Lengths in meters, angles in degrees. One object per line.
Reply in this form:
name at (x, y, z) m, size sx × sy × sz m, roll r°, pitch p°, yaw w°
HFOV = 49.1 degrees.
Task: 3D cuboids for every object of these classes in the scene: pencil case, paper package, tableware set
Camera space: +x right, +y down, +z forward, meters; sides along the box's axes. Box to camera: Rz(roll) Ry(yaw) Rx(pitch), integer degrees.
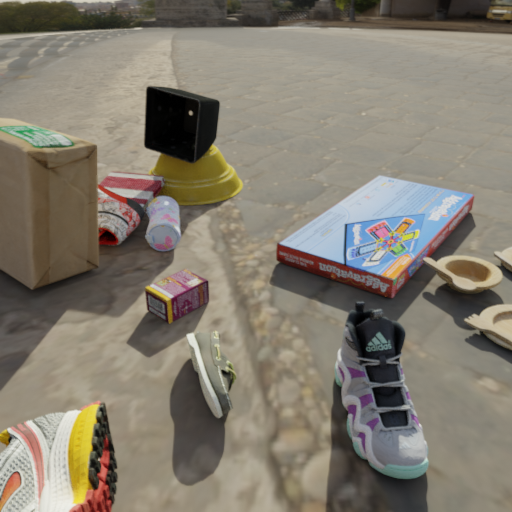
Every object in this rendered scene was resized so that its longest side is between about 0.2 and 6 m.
pencil case at (-1.888, -0.677, 11.357) m, size 0.680 × 0.623 × 1.498 m, roll 10°, pitch 27°, yaw -16°
paper package at (-4.141, -1.036, 9.953) m, size 2.643 × 2.519 × 1.367 m, roll 23°, pitch 28°, yaw 34°
tableware set at (4.632, 0.536, 9.347) m, size 3.374 × 0.391 × 2.818 m, roll -10°, pitch 30°, yaw -19°

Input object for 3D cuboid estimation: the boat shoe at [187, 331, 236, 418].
boat shoe at (-0.539, 1.484, 7.372) m, size 0.484 × 0.579 × 1.620 m, roll -13°, pitch 26°, yaw -12°

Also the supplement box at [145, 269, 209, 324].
supplement box at (-1.274, 0.637, 9.083) m, size 0.578 × 0.456 × 0.883 m, roll 24°, pitch 36°, yaw 37°

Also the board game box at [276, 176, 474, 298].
board game box at (2.615, -0.619, 11.453) m, size 2.333 × 0.441 × 4.532 m, roll 17°, pitch 32°, yaw 31°

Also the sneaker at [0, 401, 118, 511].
sneaker at (-2.044, 2.572, 4.902) m, size 1.296 × 1.228 × 3.155 m, roll -7°, pitch 19°, yaw -5°

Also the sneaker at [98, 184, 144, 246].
sneaker at (-3.345, -0.882, 11.216) m, size 1.980 × 0.661 × 1.061 m, roll 21°, pitch 51°, yaw 8°

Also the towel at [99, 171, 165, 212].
towel at (-3.036, -1.248, 12.466) m, size 1.452 × 0.229 × 2.016 m, roll 7°, pitch 41°, yaw 13°

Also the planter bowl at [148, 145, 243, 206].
planter bowl at (-1.594, -2.199, 13.782) m, size 2.529 × 1.053 × 2.529 m, roll 0°, pitch 27°, yaw 0°

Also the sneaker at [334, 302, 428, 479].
sneaker at (1.441, 1.353, 6.601) m, size 0.848 × 1.526 × 2.182 m, roll -5°, pitch 29°, yaw -10°

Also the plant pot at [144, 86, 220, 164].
plant pot at (-1.608, -3.120, 12.962) m, size 1.440 × 1.443 × 1.280 m, roll 21°, pitch 30°, yaw 22°
